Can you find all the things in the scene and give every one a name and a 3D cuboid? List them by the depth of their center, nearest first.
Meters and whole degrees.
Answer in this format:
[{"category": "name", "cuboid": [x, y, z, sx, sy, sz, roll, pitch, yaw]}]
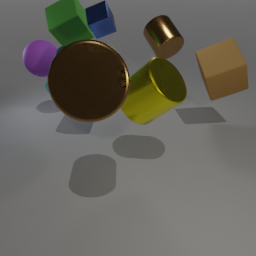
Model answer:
[{"category": "cylinder", "cuboid": [-0.701, -0.867, 5.414, 1.400, 1.400, 1.400, -2, 7, -3]}, {"category": "cylinder", "cuboid": [0.643, -0.988, 7.718, 1.400, 1.400, 1.400, -33, 2, 43]}, {"category": "cube", "cuboid": [-0.840, -3.357, 8.722, 0.700, 0.700, 0.700, -16, 66, 13]}, {"category": "cylinder", "cuboid": [-1.894, -1.770, 9.371, 1.400, 1.400, 1.400, 5, 66, 8]}, {"category": "cube", "cuboid": [3.404, -2.101, 10.162, 1.400, 1.400, 1.400, -18, 54, 15]}, {"category": "ball", "cuboid": [-3.331, -2.685, 10.831, 1.400, 1.400, 1.400, 0, 28, 0]}, {"category": "cube", "cuboid": [-2.459, -4.431, 11.834, 1.400, 1.400, 1.400, -23, 61, 12]}, {"category": "cylinder", "cuboid": [1.608, -4.100, 12.718, 1.400, 1.400, 1.400, -15, 66, -26]}]
